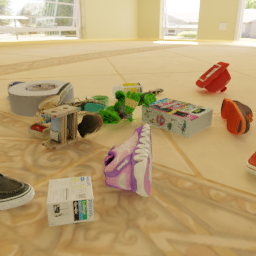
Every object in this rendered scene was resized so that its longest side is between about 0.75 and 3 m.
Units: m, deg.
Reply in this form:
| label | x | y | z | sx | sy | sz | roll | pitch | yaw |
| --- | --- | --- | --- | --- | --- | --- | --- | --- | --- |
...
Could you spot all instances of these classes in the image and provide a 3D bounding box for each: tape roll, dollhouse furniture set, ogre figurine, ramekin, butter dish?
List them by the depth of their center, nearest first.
| label | x | y | z | sx | sy | sz | roll | pitch | yaw |
| --- | --- | --- | --- | --- | --- | --- | --- | --- | --- |
| dollhouse furniture set | -2.717 | -0.170 | 9.513 | 1.701 | 1.199 | 1.192 | 15 | 21 | 25 |
| ogre figurine | -0.206 | -0.775 | 11.056 | 1.325 | 2.700 | 1.619 | 46 | 14 | -5 |
| tape roll | -4.013 | -1.464 | 13.149 | 2.933 | 0.969 | 2.933 | 0 | 22 | 0 |
| ramekin | -1.334 | -1.216 | 13.219 | 0.921 | 0.450 | 0.921 | 0 | 23 | 0 |
| butter dish | 4.927 | -2.576 | 15.488 | 1.920 | 1.419 | 1.915 | -41 | 12 | 13 |

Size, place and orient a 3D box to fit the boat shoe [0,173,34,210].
| label | x | y | z | sx | sy | sz | roll | pitch | yaw |
| --- | --- | --- | --- | --- | --- | --- | --- | --- | --- |
| boat shoe | -3.408 | 1.317 | 6.597 | 2.382 | 0.845 | 0.859 | 3 | 23 | 8 |

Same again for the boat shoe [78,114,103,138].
| label | x | y | z | sx | sy | sz | roll | pitch | yaw |
| --- | --- | --- | --- | --- | --- | --- | --- | --- | --- |
| boat shoe | -1.179 | -0.142 | 9.346 | 0.632 | 0.648 | 1.712 | -20 | -1 | -29 |

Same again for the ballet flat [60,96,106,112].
| label | x | y | z | sx | sy | sz | roll | pitch | yaw |
| --- | --- | --- | --- | --- | --- | --- | --- | --- | --- |
| ballet flat | -2.045 | -1.042 | 12.312 | 2.077 | 0.705 | 0.782 | -11 | 61 | -20 |

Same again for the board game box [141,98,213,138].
| label | x | y | z | sx | sy | sz | roll | pitch | yaw |
| --- | --- | --- | --- | --- | --- | --- | --- | --- | --- |
| board game box | 1.921 | -0.499 | 11.154 | 2.286 | 0.735 | 1.686 | 20 | 29 | 40 |

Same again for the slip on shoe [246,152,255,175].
| label | x | y | z | sx | sy | sz | roll | pitch | yaw |
| --- | --- | --- | --- | --- | --- | --- | --- | --- | --- |
| slip on shoe | 4.269 | 0.684 | 8.140 | 2.786 | 0.852 | 1.032 | -23 | 33 | -40 |

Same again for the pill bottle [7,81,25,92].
| label | x | y | z | sx | sy | sz | roll | pitch | yaw |
| --- | --- | --- | --- | --- | --- | --- | --- | --- | --- |
| pill bottle | -5.573 | -2.060 | 14.826 | 1.414 | 0.785 | 0.785 | 5 | 23 | 14 |

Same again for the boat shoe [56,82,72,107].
| label | x | y | z | sx | sy | sz | roll | pitch | yaw |
| --- | --- | --- | --- | --- | --- | --- | --- | --- | --- |
| boat shoe | -2.752 | -1.426 | 11.855 | 0.378 | 1.179 | 0.435 | 40 | -6 | -35 |

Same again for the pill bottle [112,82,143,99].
| label | x | y | z | sx | sy | sz | roll | pitch | yaw |
| --- | --- | --- | --- | --- | --- | --- | --- | --- | --- |
| pill bottle | -0.020 | -1.882 | 14.325 | 1.462 | 0.836 | 0.836 | -5 | 23 | -13 |

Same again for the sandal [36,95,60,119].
| label | x | y | z | sx | sy | sz | roll | pitch | yaw |
| --- | --- | --- | --- | --- | --- | --- | --- | --- | --- |
| sandal | -2.993 | -0.562 | 10.878 | 0.858 | 0.770 | 2.341 | -27 | 1 | -28 |

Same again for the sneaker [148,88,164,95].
| label | x | y | z | sx | sy | sz | roll | pitch | yaw |
| --- | --- | --- | --- | --- | --- | --- | --- | --- | --- |
| sneaker | 1.539 | -1.920 | 15.148 | 0.889 | 0.346 | 0.365 | -17 | 31 | -15 |

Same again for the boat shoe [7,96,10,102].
| label | x | y | z | sx | sy | sz | roll | pitch | yaw |
| --- | --- | --- | --- | --- | --- | --- | --- | --- | --- |
| boat shoe | -5.503 | -1.531 | 14.127 | 1.253 | 0.430 | 0.355 | -17 | 8 | -38 |

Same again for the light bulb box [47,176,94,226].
| label | x | y | z | sx | sy | sz | roll | pitch | yaw |
| --- | --- | --- | --- | --- | --- | --- | --- | --- | --- |
| light bulb box | -1.271 | 1.592 | 6.252 | 0.964 | 0.602 | 0.956 | -4 | 22 | -10 |

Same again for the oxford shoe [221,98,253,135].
| label | x | y | z | sx | sy | sz | roll | pitch | yaw |
| --- | --- | --- | --- | --- | --- | --- | --- | --- | --- |
| oxford shoe | 4.369 | -0.502 | 10.795 | 1.084 | 1.064 | 2.990 | 8 | 24 | 6 |

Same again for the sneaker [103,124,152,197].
| label | x | y | z | sx | sy | sz | roll | pitch | yaw |
| --- | --- | --- | --- | --- | --- | --- | --- | --- | --- |
| sneaker | 0.029 | 0.752 | 7.728 | 1.277 | 1.161 | 2.887 | -4 | 23 | 10 |
